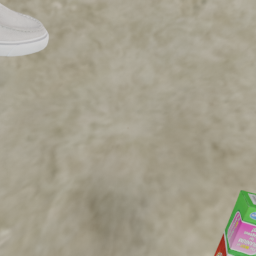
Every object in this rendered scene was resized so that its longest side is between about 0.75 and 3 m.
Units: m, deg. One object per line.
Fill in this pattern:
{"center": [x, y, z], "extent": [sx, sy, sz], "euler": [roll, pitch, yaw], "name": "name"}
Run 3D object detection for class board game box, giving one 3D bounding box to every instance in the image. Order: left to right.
{"center": [1.819, 1.723, 3.567], "extent": [1.300, 0.343, 1.699], "euler": [13, 111, 2], "name": "board game box"}

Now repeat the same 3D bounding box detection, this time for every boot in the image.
{"center": [-2.427, -1.958, 4.294], "extent": [2.794, 1.335, 1.028], "euler": [-11, 51, -42], "name": "boot"}
